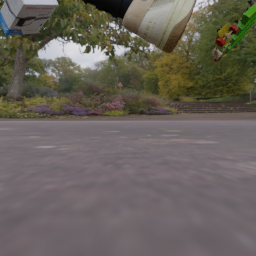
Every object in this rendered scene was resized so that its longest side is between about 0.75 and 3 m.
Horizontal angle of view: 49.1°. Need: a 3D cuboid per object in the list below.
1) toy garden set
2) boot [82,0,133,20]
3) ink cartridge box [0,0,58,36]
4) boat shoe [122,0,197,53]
[{"bbox_3d":[3.537,-3.246,9.538,0.511,2.135,2.561,45,-4,10],"label":"toy garden set"},{"bbox_3d":[-0.485,-3.061,6.413,2.124,0.697,1.751,28,2,-10],"label":"boot"},{"bbox_3d":[-3.341,-3.886,9.297,1.282,0.740,1.767,-24,-1,-44],"label":"ink cartridge box"},{"bbox_3d":[0.739,-2.534,4.690,0.962,2.962,1.069,22,-28,-1],"label":"boat shoe"}]
